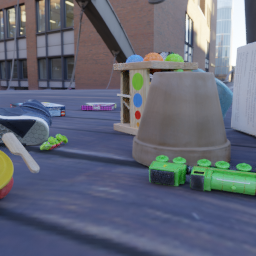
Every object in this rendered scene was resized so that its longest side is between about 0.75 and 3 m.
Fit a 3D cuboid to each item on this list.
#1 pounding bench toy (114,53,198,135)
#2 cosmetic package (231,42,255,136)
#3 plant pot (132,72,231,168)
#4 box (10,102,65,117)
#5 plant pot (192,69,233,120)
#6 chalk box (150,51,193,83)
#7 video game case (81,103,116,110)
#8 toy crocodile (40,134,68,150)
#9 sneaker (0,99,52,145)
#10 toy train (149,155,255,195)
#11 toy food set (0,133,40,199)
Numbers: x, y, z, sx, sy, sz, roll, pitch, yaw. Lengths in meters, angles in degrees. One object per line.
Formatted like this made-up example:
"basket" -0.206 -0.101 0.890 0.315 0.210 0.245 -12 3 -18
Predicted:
"pounding bench toy" 1.000 -0.860 7.124 1.629 2.046 2.623 -7 12 -35
"cosmetic package" 4.130 -0.880 6.474 2.294 2.292 2.780 0 10 -6
"plant pot" 0.951 -0.213 4.955 1.743 1.513 1.743 1 9 0
"box" -3.716 -0.750 11.398 1.552 0.428 2.272 -6 11 -34
"plant pot" 2.754 -0.998 9.676 1.611 1.581 1.577 30 18 15
"chalk box" 1.548 -2.027 13.658 1.750 2.823 1.762 32 -4 -28
"video game case" -1.405 -1.053 13.722 1.491 0.267 1.352 1 9 6
"toy crocodile" -1.519 0.310 5.742 0.258 0.236 0.763 -40 -3 20
"sneaker" -2.841 -0.198 6.437 2.174 0.827 1.571 8 19 -10
"toy train" 1.034 0.620 3.590 1.614 0.337 0.455 4 20 22
"toy food set" -1.874 0.635 3.145 0.973 0.540 1.654 34 29 28
